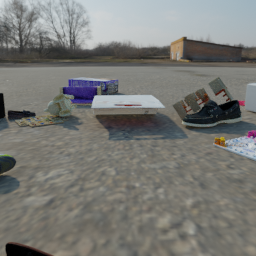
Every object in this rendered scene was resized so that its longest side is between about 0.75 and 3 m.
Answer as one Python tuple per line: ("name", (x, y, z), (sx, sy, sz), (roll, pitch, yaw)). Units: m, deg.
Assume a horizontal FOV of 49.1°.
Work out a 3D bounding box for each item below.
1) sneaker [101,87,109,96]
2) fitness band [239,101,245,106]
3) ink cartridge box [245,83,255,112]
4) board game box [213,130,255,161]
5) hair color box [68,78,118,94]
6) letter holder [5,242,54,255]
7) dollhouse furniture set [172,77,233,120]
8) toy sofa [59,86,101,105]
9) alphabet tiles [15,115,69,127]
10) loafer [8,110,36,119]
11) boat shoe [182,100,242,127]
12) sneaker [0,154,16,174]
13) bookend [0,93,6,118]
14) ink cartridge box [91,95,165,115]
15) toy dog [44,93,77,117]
("sneaker", (-1.551, -1.812, 14.176), (1.144, 0.501, 0.426), (-6, 16, -22))
("fitness band", (5.065, -1.074, 12.147), (0.782, 0.146, 0.562), (9, 15, 28))
("ink cartridge box", (5.820, -0.986, 9.942), (1.870, 1.075, 2.577), (-6, 16, -22))
("board game box", (3.077, 0.395, 6.505), (1.529, 0.198, 1.529), (-9, 17, -29))
("hair color box", (-1.948, -2.393, 15.797), (2.514, 0.815, 1.374), (9, 17, 25))
("letter holder", (-0.554, 1.194, 1.739), (1.561, 1.110, 0.785), (8, 17, 29))
("dollhouse furniture set", (2.610, -0.915, 9.685), (1.709, 0.890, 1.728), (-34, -4, 30))
("toy sofa", (-2.091, -1.438, 12.292), (1.821, 0.754, 0.889), (1, 14, 4))
("alphabet tiles", (-2.824, -0.250, 9.207), (1.566, 0.050, 1.303), (-9, 18, -32))
("loafer", (-3.663, -0.497, 9.656), (0.922, 0.290, 0.331), (-6, 16, -21))
("boat shoe", (2.682, -0.516, 8.799), (2.305, 0.764, 0.862), (-6, 16, -22))
("sneaker", (-2.443, 0.788, 4.795), (1.110, 0.410, 0.449), (-22, 32, -38))
("bookend", (-5.372, -0.642, 9.042), (1.855, 0.860, 1.867), (5, 15, 13))
("ink cartridge box", (-0.070, -0.657, 9.508), (2.230, 0.658, 2.786), (-1, 14, -4))
("toy dog", (-2.332, -0.744, 9.903), (1.080, 0.777, 1.113), (-29, 8, 9))
